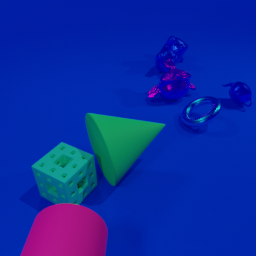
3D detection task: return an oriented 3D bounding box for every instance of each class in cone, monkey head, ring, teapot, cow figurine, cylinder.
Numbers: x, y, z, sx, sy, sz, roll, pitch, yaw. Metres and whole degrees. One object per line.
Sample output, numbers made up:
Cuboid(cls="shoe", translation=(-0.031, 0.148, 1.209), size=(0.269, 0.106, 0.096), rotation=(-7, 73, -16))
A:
Cuboid(cls="cone", translation=(0.114, 0.180, 5.732), size=(1.520, 1.514, 1.514), rotation=(-20, 40, -17))
Cuboid(cls="monkey head", translation=(1.335, -1.434, 8.559), size=(1.597, 0.963, 1.149), rotation=(-11, 54, -11))
Cuboid(cls="ring", translation=(1.947, -0.447, 7.498), size=(1.112, 0.222, 1.112), rotation=(-26, 31, 17))
Cuboid(cls="teapot", translation=(3.259, -1.032, 8.311), size=(0.539, 0.685, 1.102), rotation=(-33, 60, -3))
Cuboid(cls="cow figurine", translation=(1.606, -2.722, 10.529), size=(0.942, 1.688, 1.716), rotation=(37, 81, 4))
Cuboid(cls="cylinder", translation=(-0.794, 1.636, 3.421), size=(1.004, 1.004, 1.004), rotation=(1, 31, 2))

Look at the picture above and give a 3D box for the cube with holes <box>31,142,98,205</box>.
Cuboid(cls="cube with holes", translation=(-1.185, 0.929, 5.397), size=(0.809, 0.809, 0.809), rotation=(19, 41, 26))
